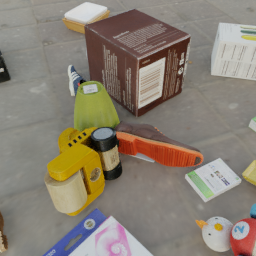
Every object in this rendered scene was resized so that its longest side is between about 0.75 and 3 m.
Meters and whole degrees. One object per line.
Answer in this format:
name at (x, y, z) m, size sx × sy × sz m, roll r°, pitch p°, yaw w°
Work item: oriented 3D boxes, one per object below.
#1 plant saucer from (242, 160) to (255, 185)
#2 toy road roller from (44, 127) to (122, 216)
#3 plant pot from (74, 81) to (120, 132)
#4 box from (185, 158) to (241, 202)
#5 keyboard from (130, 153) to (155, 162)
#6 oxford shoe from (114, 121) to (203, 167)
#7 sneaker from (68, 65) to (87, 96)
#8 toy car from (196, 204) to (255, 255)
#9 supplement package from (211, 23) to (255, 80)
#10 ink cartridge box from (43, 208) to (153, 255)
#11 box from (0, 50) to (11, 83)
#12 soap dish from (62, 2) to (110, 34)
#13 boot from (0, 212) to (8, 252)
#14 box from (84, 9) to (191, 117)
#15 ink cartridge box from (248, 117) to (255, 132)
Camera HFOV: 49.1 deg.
plant saucer at (3.492, 1.290, 7.222) m, size 0.880 × 0.213 × 0.879 m, roll 31°, pitch 40°, yaw 31°
toy road roller at (-1.290, 0.863, 7.022) m, size 1.632 × 1.374 × 2.236 m, roll 18°, pitch 42°, yaw 34°
plant pot at (-0.977, -0.551, 8.176) m, size 1.416 × 1.514 × 1.416 m, roll -2°, pitch 43°, yaw 2°
box at (2.213, 1.334, 7.310) m, size 1.170 × 0.213 × 0.845 m, roll -20°, pitch 49°, yaw -20°
keyboard at (0.001, 0.567, 8.163) m, size 1.748 × 0.093 × 0.492 m, roll 16°, pitch 53°, yaw 15°
oxford shoe at (0.797, 0.341, 7.705) m, size 2.610 × 0.929 × 0.947 m, roll 15°, pitch 52°, yaw 12°
sneaker at (-1.816, -1.743, 10.131) m, size 0.608 × 0.540 × 1.440 m, roll -9°, pitch 56°, yaw -7°
toy car at (2.068, 2.219, 5.807) m, size 1.476 × 1.306 × 1.361 m, roll 15°, pitch 57°, yaw 30°
supplement package at (4.280, -2.883, 10.554) m, size 1.963 × 1.478 × 1.489 m, roll 9°, pitch 46°, yaw 9°
ink cartridge box at (-0.718, 2.774, 5.755) m, size 1.920 × 0.416 × 1.885 m, roll 35°, pitch 55°, yaw 28°
box at (-5.810, -2.592, 10.557) m, size 2.022 × 1.063 × 2.470 m, roll -20°, pitch 49°, yaw -18°
soap dish at (-1.965, -5.234, 13.373) m, size 1.491 × 0.770 × 1.895 m, roll 22°, pitch 50°, yaw 21°
boot at (-3.129, 2.251, 6.253) m, size 0.657 × 0.460 × 1.226 m, roll -20°, pitch 49°, yaw -11°
box at (0.262, -2.269, 9.417) m, size 2.220 × 2.243 × 2.704 m, roll -31°, pitch 53°, yaw -27°
ink cartridge box at (4.316, -0.141, 8.628) m, size 0.909 × 0.383 × 0.664 m, roll -25°, pitch 51°, yaw -23°
